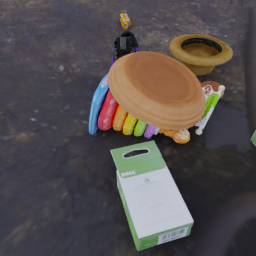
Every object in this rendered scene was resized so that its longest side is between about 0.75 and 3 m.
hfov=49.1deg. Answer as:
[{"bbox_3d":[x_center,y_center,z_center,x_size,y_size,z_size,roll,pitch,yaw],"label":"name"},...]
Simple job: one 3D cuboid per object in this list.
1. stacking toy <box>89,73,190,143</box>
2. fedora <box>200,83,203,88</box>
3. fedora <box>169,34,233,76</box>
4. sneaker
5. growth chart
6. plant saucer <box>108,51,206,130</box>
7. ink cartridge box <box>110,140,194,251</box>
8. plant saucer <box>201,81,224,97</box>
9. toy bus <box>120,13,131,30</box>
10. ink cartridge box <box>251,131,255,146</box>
[{"bbox_3d":[0.426,-0.277,7.950,2.874,1.577,1.668,24,48,6],"label":"stacking toy"},{"bbox_3d":[1.708,-1.493,9.325,1.756,0.716,1.756,-3,48,3],"label":"fedora"},{"bbox_3d":[2.585,-2.573,10.217,2.384,0.972,2.384,3,42,-2],"label":"fedora"},{"bbox_3d":[-0.182,-2.375,9.692,1.015,1.451,2.918,4,46,3],"label":"sneaker"},{"bbox_3d":[1.298,-0.808,8.575,2.733,0.242,1.978,20,74,18],"label":"growth chart"},{"bbox_3d":[0.900,-1.207,7.714,2.887,0.540,2.887,12,48,-13],"label":"plant saucer"},{"bbox_3d":[0.448,1.471,6.596,1.220,0.697,2.350,-12,48,-11],"label":"ink cartridge box"},{"bbox_3d":[2.851,-1.342,9.613,0.888,0.166,0.888,0,46,0],"label":"plant saucer"},{"bbox_3d":[-0.137,-4.888,12.841,0.386,0.321,0.987,-9,47,-10],"label":"toy bus"},{"bbox_3d":[4.253,-0.374,7.147,1.251,2.411,0.715,-16,51,-15],"label":"ink cartridge box"}]
